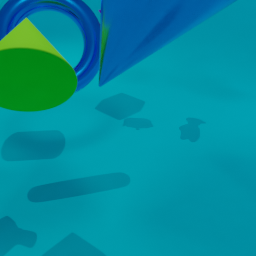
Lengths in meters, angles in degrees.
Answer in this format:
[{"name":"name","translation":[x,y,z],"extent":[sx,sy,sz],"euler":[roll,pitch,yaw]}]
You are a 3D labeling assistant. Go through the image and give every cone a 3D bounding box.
[{"name":"cone","translation":[0.073,-1.132,3.058],"extent":[1.619,1.625,1.619],"euler":[28,21,-12]},{"name":"cone","translation":[-1.374,-1.075,3.810],"extent":[1.241,1.241,1.245],"euler":[-6,61,-10]}]

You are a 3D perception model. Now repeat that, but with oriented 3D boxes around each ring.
[{"name":"ring","translation":[-1.399,-1.534,5.075],"extent":[1.967,1.967,0.393],"euler":[-8,4,-12]}]

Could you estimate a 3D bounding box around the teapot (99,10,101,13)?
[{"name":"teapot","translation":[-0.228,-2.601,7.112],"extent":[1.193,0.742,0.584],"euler":[36,9,1]}]
